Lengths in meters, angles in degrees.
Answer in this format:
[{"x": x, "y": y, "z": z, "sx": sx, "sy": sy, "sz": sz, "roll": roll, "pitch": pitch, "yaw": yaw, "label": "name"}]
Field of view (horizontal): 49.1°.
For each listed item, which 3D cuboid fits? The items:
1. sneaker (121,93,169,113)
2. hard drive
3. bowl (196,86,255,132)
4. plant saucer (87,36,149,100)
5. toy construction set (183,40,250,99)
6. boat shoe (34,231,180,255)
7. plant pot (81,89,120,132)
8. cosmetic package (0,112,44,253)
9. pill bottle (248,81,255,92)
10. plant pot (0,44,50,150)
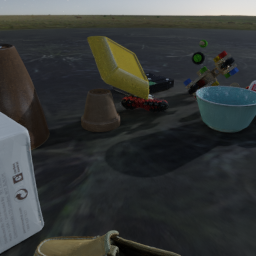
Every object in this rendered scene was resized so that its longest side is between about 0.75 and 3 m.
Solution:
[{"x": 0.694, "y": -1.100, "z": 10.742, "sx": 1.836, "sy": 0.649, "sz": 0.897, "roll": 9, "pitch": 56, "yaw": 20, "label": "sneaker"}, {"x": 0.747, "y": -2.086, "z": 13.431, "sx": 2.504, "sy": 0.474, "sz": 1.749, "roll": -19, "pitch": 31, "yaw": -37, "label": "hard drive"}, {"x": 3.290, "y": -0.595, "z": 9.355, "sx": 2.123, "sy": 1.111, "sz": 2.123, "roll": 1, "pitch": 24, "yaw": 0, "label": "bowl"}, {"x": -0.195, "y": -2.241, "z": 9.901, "sx": 2.242, "sy": 0.543, "sz": 2.242, "roll": 16, "pitch": 42, "yaw": -45, "label": "plant saucer"}, {"x": 3.999, "y": -2.164, "z": 12.233, "sx": 2.750, "sy": 2.293, "sz": 2.113, "roll": 31, "pitch": 21, "yaw": 16, "label": "toy construction set"}, {"x": -0.301, "y": 1.879, "z": 4.127, "sx": 2.371, "sy": 0.903, "sz": 0.850, "roll": 5, "pitch": 25, "yaw": 10, "label": "boat shoe"}, {"x": -0.922, "y": -0.665, "z": 9.443, "sx": 1.358, "sy": 1.184, "sz": 1.358, "roll": 1, "pitch": 23, "yaw": 0, "label": "plant pot"}, {"x": -3.133, "y": 0.865, "z": 4.906, "sx": 2.099, "sy": 2.097, "sz": 2.544, "roll": -22, "pitch": 33, "yaw": -40, "label": "cosmetic package"}, {"x": 5.510, "y": -1.025, "z": 10.260, "sx": 2.011, "sy": 1.145, "sz": 1.145, "roll": 18, "pitch": 30, "yaw": 36, "label": "pill bottle"}, {"x": -3.764, "y": -0.930, "z": 8.094, "sx": 2.584, "sy": 2.765, "sz": 2.584, "roll": 0, "pitch": 25, "yaw": 0, "label": "plant pot"}]
